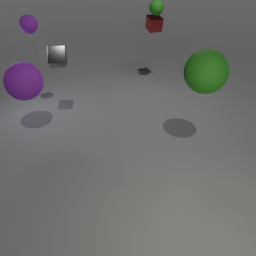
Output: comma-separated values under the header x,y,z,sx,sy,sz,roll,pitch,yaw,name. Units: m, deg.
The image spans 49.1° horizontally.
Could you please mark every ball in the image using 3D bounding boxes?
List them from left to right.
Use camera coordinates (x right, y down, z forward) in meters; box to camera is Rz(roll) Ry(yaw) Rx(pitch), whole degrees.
x,y,z,sx,sy,sz,roll,pitch,yaw,name
-3.822,-1.708,10.288,1.400,1.400,1.400,0,32,0,ball
-3.826,-3.988,10.765,0.700,0.700,0.700,0,32,0,ball
1.367,-5.783,13.445,0.700,0.700,0.700,0,32,0,ball
2.481,-1.787,8.906,1.400,1.400,1.400,0,32,0,ball

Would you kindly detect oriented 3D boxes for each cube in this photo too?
x,y,z,sx,sy,sz,roll,pitch,yaw,name
-2.755,-2.781,10.973,0.700,0.700,0.700,-3,-2,-8,cube
1.367,-5.468,14.635,0.700,0.700,0.700,-13,46,-17,cube
